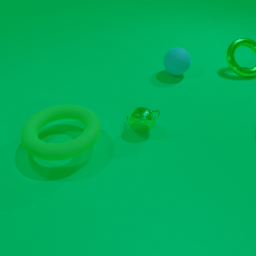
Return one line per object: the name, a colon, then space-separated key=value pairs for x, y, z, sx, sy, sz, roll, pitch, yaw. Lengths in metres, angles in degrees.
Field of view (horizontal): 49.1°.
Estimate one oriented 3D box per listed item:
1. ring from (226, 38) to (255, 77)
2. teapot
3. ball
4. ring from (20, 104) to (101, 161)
ring: x=3.781 y=-2.266 z=9.006 sx=1.311 sy=0.262 sz=1.311 roll=1 pitch=80 yaw=-7
teapot: x=0.320 y=-0.240 z=6.900 sx=1.094 sy=0.680 sz=0.536 roll=-13 pitch=55 yaw=36
ball: x=1.550 y=-2.099 z=8.857 sx=0.858 sy=0.858 sz=0.858 roll=0 pitch=42 yaw=0
ring: x=-1.514 y=0.049 z=6.387 sx=1.801 sy=0.360 sz=1.801 roll=-1 pitch=39 yaw=1
